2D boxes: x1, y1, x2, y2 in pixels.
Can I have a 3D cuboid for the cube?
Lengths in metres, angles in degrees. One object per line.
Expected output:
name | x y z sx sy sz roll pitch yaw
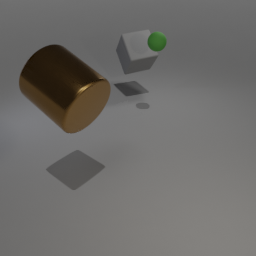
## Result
cube | 0.401 -3.576 13.279 1.400 1.400 1.400 -16 -11 -17

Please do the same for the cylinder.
cylinder | -1.332 -0.833 6.033 1.400 1.400 1.400 39 43 17

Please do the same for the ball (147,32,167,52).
ball | 1.061 -3.155 10.242 0.700 0.700 0.700 0 29 0
